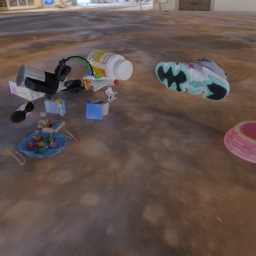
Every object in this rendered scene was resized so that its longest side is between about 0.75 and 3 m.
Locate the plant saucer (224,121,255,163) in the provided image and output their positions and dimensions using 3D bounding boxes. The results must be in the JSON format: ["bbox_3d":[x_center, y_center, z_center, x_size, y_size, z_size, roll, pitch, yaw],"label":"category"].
[{"bbox_3d":[3.479,0.296,7.343,1.794,0.455,1.794,-1,27,0],"label":"plant saucer"}]

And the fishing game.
[{"bbox_3d":[-2.254,0.356,7.446,1.755,0.273,1.257,-21,37,-35],"label":"fishing game"}]

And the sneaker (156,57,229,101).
[{"bbox_3d":[2.397,-2.108,10.386,2.694,1.047,1.885,21,46,-2],"label":"sneaker"}]

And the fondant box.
[{"bbox_3d":[-3.524,-1.737,11.152,1.325,0.535,1.837,20,33,34],"label":"fondant box"}]

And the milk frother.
[{"bbox_3d":[-2.801,-1.798,9.132,1.223,1.300,1.174,11,8,-37],"label":"milk frother"}]

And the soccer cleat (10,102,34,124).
[{"bbox_3d":[-3.447,-0.448,8.956,0.415,0.387,1.135,-19,26,28],"label":"soccer cleat"}]

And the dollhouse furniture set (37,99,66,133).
[{"bbox_3d":[-2.342,-0.407,8.179,0.872,0.923,0.602,7,28,13],"label":"dollhouse furniture set"}]

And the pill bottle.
[{"bbox_3d":[-0.792,-2.760,12.455,1.136,1.136,2.045,-24,37,-38],"label":"pill bottle"}]

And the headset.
[{"bbox_3d":[-2.259,-1.853,10.621,2.152,1.329,1.011,-40,16,-14],"label":"headset"}]

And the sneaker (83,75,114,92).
[{"bbox_3d":[-1.114,-1.658,10.821,1.231,0.566,0.466,0,-17,-17],"label":"sneaker"}]

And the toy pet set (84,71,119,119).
[{"bbox_3d":[-1.097,-1.036,8.971,1.417,1.323,0.753,22,26,36],"label":"toy pet set"}]
